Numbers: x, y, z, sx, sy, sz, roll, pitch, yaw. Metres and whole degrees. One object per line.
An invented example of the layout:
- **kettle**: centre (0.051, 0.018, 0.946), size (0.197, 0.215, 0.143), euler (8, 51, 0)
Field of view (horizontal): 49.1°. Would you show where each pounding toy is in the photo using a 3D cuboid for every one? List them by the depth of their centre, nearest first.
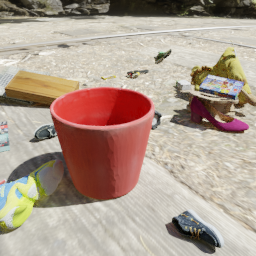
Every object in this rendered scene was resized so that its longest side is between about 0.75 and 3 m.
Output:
- **pounding toy**: centre (3.953, -1.443, 11.921), size (2.743, 1.574, 1.568), euler (0, 30, -6)

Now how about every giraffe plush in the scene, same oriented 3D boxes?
- **giraffe plush**: centre (4.212, -2.303, 13.194), size (2.330, 2.873, 2.479), euler (-20, 17, 26)

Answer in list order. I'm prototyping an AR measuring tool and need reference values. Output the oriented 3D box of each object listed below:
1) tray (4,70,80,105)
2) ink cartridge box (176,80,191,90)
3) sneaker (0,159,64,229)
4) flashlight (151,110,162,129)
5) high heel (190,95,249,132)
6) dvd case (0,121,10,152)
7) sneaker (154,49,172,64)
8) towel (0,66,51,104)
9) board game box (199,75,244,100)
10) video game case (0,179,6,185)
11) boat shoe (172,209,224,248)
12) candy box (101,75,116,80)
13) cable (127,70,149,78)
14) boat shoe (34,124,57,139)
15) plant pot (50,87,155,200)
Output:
- **tray**: centre (-3.903, -1.834, 12.931), size (2.977, 0.551, 1.468), euler (11, 46, 5)
- **ink cartridge box**: centre (2.953, -2.286, 14.875), size (0.556, 0.321, 0.761), euler (-7, 29, -13)
- **sneaker**: centre (-2.668, 1.466, 7.150), size (1.205, 0.869, 2.293), euler (10, 30, 20)
- **flashlight**: centre (0.386, -0.668, 11.348), size (0.746, 0.743, 2.196), euler (-41, 42, -17)
- **high heel**: centre (3.493, -0.549, 10.726), size (2.286, 1.099, 0.771), euler (12, 30, 21)
- **dvd case**: centre (-5.013, 0.366, 9.942), size (1.482, 0.223, 2.030), euler (-12, 29, -21)
- **sneaker**: centre (1.496, -3.272, 12.498), size (1.019, 0.451, 0.392), euler (-33, -5, 41)
- **towel**: centre (-5.388, -2.230, 13.712), size (2.500, 0.432, 2.407), euler (10, 48, 7)
- **board game box**: centre (3.507, -1.550, 10.548), size (1.371, 0.236, 0.928), euler (20, 51, 28)
- **video game case**: centre (-3.663, 1.666, 7.121), size (0.721, 0.088, 1.009), euler (-32, 2, 43)
- **boat shoe**: centre (1.496, 2.274, 6.140), size (0.540, 0.421, 1.190), euler (-15, 24, -25)
- **candy box**: centre (-1.136, -2.984, 16.441), size (0.801, 0.106, 0.410), euler (-17, 30, -30)
- **cable**: centre (0.581, -3.271, 16.933), size (0.848, 0.439, 1.746), euler (-2, 10, 35)
- **boat shoe**: centre (-2.745, 0.085, 10.163), size (0.410, 0.514, 1.360), euler (15, 31, 38)
- **plant pot**: centre (-0.623, 0.407, 7.548), size (2.666, 2.359, 2.666), euler (-1, 28, 0)
